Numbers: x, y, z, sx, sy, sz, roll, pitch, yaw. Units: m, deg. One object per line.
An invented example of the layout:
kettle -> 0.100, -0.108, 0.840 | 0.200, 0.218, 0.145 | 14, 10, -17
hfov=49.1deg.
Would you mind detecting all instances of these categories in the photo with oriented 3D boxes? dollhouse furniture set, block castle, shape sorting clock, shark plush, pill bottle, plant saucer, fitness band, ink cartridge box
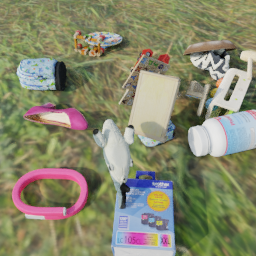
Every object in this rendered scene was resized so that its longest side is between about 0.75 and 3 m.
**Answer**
dollhouse furniture set -> 1.158, -0.854, 9.558 | 2.701, 1.914, 2.941 | 17, 14, 15
block castle -> -1.775, -3.920, 12.948 | 1.386, 0.926, 0.650 | 14, 46, 10
shape sorting clock -> -1.194, -4.362, 13.627 | 1.833, 0.360, 1.833 | 4, 38, -4
shark plush -> -0.186, 0.821, 6.949 | 1.001, 0.917, 2.203 | -19, 86, -19
pill bottle -> 3.108, 0.208, 8.798 | 2.236, 1.216, 1.216 | -11, 47, -11
plant saucer -> 3.477, -3.434, 11.981 | 2.230, 0.408, 2.230 | -4, 9, 1
fitness band -> -2.165, 1.798, 7.865 | 2.063, 0.386, 1.482 | 2, 46, 0
ink cartridge box -> 0.417, 2.148, 7.226 | 1.483, 0.830, 2.174 | 2, 46, 3

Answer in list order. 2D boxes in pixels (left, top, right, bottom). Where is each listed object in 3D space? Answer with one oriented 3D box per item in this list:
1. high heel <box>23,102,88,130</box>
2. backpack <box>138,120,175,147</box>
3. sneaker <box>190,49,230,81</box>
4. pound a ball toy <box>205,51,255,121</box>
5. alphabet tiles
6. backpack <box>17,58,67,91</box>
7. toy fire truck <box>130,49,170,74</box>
high heel -> -2.450, -0.282, 9.489 | 2.331, 0.785, 1.118 | 26, 41, 29
backpack -> 0.882, 0.000, 9.284 | 1.107, 0.814, 1.013 | -24, 47, -16
sneaker -> 3.512, -3.101, 11.845 | 0.849, 1.383, 2.126 | -16, 48, -16
pound a ball toy -> 3.668, -1.474, 10.037 | 1.143, 1.755, 2.692 | 21, 51, 19
alphabet tiles -> 0.465, -1.452, 9.204 | 1.526, 1.826, 0.069 | 3, 39, -51
backpack -> -3.472, -2.133, 11.153 | 1.743, 1.340, 1.422 | -8, 53, 10
toy fire truck -> 0.769, -2.101, 9.560 | 0.368, 1.064, 1.509 | 9, 68, 49
